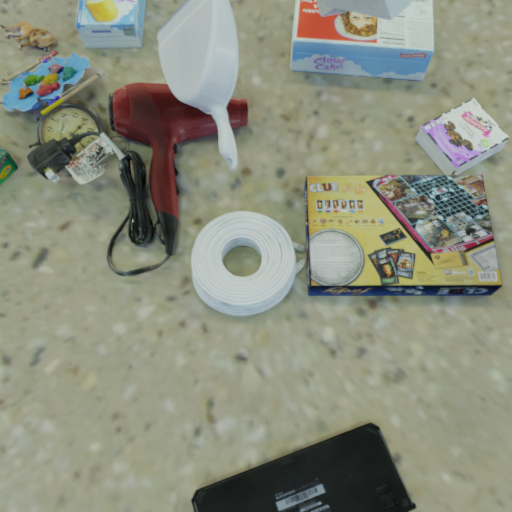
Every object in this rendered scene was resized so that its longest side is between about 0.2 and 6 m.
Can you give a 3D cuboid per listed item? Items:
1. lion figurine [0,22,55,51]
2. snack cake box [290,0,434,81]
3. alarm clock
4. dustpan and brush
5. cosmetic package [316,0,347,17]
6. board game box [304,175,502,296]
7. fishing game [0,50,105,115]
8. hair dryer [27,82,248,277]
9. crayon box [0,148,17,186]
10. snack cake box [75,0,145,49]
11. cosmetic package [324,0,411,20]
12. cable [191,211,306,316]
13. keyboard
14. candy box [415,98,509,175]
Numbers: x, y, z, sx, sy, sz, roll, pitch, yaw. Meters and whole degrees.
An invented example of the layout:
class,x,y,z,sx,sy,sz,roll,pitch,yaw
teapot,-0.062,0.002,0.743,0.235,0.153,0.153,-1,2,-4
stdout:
class,x,y,z,sx,sy,sz,roll,pitch,yaw
lion figurine,-4.650,-4.537,11.400,0.695,0.411,1.135,-37,68,-22
snack cake box,2.062,-4.425,11.073,2.673,0.898,1.537,5,69,3
alarm clock,-3.166,-2.196,10.131,1.657,1.118,0.552,14,24,-18
dustpan and brush,-0.688,-2.424,8.123,0.693,1.689,2.421,-1,81,-38
cosmetic package,1.348,-4.442,9.268,0.577,0.576,0.699,-21,98,-25
board game box,2.408,-0.371,9.583,3.095,0.535,2.097,0,67,1
fishing game,-3.952,-3.285,10.333,1.830,0.397,2.556,-37,44,-13
hair dryer,-1.716,-1.728,10.128,3.895,1.058,2.967,-42,91,-11
crayon box,-5.361,-1.313,9.966,1.107,0.543,1.864,31,71,12
snack cake box,-2.933,-5.314,11.550,1.194,0.698,2.076,-1,68,1
cosmetic package,1.254,-3.825,7.370,0.400,1.168,1.550,-41,40,-3
cable,-0.212,0.118,9.334,1.778,0.616,1.778,28,70,11
keyboard,0.733,3.745,7.984,2.997,0.384,1.799,-19,62,-7
candy box,3.799,-2.180,10.380,1.264,0.452,1.060,-30,70,-12
